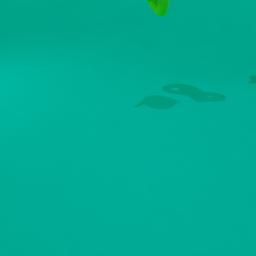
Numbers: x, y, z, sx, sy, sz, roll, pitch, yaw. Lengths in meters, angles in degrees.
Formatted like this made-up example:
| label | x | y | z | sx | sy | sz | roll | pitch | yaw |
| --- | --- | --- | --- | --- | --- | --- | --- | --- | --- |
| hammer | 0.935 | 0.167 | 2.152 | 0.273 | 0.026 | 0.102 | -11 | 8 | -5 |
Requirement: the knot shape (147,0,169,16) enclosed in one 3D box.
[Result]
| label | x | y | z | sx | sy | sz | roll | pitch | yaw |
| --- | --- | --- | --- | --- | --- | --- | --- | --- | --- |
| knot shape | 0.615 | -4.583 | 8.611 | 1.888 | 2.018 | 0.932 | 25 | 40 | 26 |
